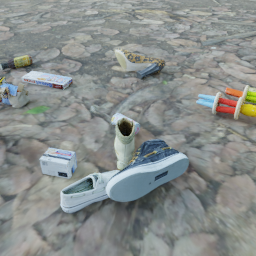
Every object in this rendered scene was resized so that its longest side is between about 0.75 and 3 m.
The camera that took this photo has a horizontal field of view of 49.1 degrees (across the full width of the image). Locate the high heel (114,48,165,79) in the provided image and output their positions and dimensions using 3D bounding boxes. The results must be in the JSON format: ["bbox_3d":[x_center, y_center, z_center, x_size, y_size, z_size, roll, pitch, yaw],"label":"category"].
[{"bbox_3d":[0.563,-3.336,13.544,1.709,0.856,2.397,-29,60,-26],"label":"high heel"}]

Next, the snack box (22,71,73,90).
[{"bbox_3d":[-3.580,-2.134,12.409,2.148,0.261,0.772,13,36,18],"label":"snack box"}]

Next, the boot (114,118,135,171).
[{"bbox_3d":[-0.092,0.236,7.991,0.610,1.310,1.694,-2,34,-2],"label":"boot"}]

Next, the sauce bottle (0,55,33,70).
[{"bbox_3d":[-5.498,-3.187,13.792,1.520,0.502,0.502,-29,43,-31],"label":"sauce bottle"}]

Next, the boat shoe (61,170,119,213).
[{"bbox_3d":[-0.801,1.430,6.866,1.802,0.602,0.663,-27,42,-34],"label":"boat shoe"}]

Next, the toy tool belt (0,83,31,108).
[{"bbox_3d":[-4.546,-1.391,10.734,1.491,0.916,0.931,9,35,13],"label":"toy tool belt"}]

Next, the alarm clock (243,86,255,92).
[{"bbox_3d":[5.135,-1.428,11.337,0.931,0.310,0.628,9,35,16],"label":"alarm clock"}]

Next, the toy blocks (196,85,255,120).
[{"bbox_3d":[3.867,-1.040,10.307,2.284,0.829,1.904,17,38,25],"label":"toy blocks"}]

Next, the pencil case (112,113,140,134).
[{"bbox_3d":[-0.083,-0.141,9.345,1.012,0.420,0.459,27,45,34],"label":"pencil case"}]

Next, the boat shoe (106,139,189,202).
[{"bbox_3d":[0.332,1.034,7.301,2.483,0.879,1.127,-14,36,-32],"label":"boat shoe"}]

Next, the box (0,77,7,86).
[{"bbox_3d":[-6.137,-1.734,11.722,1.599,0.395,1.277,2,36,2],"label":"box"}]

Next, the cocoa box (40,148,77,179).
[{"bbox_3d":[-1.874,0.949,7.622,0.821,0.547,0.538,8,35,12],"label":"cocoa box"}]
